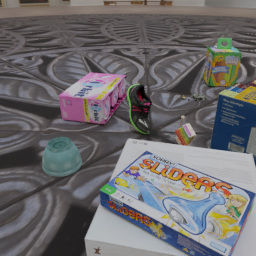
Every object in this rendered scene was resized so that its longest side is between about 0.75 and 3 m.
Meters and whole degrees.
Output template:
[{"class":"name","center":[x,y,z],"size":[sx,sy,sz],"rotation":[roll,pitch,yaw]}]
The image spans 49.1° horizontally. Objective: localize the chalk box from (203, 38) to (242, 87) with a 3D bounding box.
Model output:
[{"class":"chalk box","center":[4.219,-2.984,12.558],"size":[1.239,1.991,1.233],"rotation":[0,29,0]}]

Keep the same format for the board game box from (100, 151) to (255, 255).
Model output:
[{"class":"board game box","center":[0.629,0.926,3.619],"size":[1.669,0.288,1.130],"rotation":[19,34,30]}]

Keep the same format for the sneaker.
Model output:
[{"class":"sneaker","center":[0.417,-0.611,8.853],"size":[0.631,1.643,0.688],"rotation":[-11,-5,-40]}]

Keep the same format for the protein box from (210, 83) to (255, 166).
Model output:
[{"class":"protein box","center":[3.375,-0.094,7.655],"size":[1.704,1.716,1.158],"rotation":[24,37,36]}]

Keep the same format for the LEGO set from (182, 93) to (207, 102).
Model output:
[{"class":"LEGO set","center":[2.689,-1.274,11.256],"size":[1.004,0.285,0.652],"rotation":[-6,30,-11]}]

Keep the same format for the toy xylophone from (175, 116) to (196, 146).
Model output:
[{"class":"toy xylophone","center":[1.542,0.135,7.700],"size":[0.259,1.032,0.756],"rotation":[-22,63,-11]}]

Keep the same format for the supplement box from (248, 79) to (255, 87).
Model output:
[{"class":"supplement box","center":[5.423,-1.255,10.361],"size":[1.427,1.107,2.585],"rotation":[23,36,35]}]

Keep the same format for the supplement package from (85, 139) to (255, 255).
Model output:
[{"class":"supplement package","center":[0.825,1.616,4.530],"size":[2.297,1.766,2.402],"rotation":[6,30,11]}]

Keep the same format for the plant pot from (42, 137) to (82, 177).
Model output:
[{"class":"plant pot","center":[-1.756,0.669,7.350],"size":[1.043,0.699,1.043],"rotation":[0,28,0]}]

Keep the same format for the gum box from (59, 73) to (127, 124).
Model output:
[{"class":"gum box","center":[-1.153,-1.233,10.467],"size":[1.597,0.931,2.814],"rotation":[6,30,15]}]
